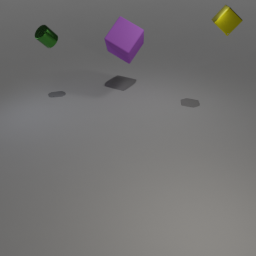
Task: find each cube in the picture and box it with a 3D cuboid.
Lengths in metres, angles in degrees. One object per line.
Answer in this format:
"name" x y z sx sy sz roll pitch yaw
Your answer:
"cube" -0.156 -4.332 13.925 1.400 1.400 1.400 33 -6 7
"cube" 3.561 -3.898 10.119 0.700 0.700 0.700 37 27 -15

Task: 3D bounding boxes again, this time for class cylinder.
"cylinder" -3.457 -3.875 11.875 0.700 0.700 0.700 -13 63 27
